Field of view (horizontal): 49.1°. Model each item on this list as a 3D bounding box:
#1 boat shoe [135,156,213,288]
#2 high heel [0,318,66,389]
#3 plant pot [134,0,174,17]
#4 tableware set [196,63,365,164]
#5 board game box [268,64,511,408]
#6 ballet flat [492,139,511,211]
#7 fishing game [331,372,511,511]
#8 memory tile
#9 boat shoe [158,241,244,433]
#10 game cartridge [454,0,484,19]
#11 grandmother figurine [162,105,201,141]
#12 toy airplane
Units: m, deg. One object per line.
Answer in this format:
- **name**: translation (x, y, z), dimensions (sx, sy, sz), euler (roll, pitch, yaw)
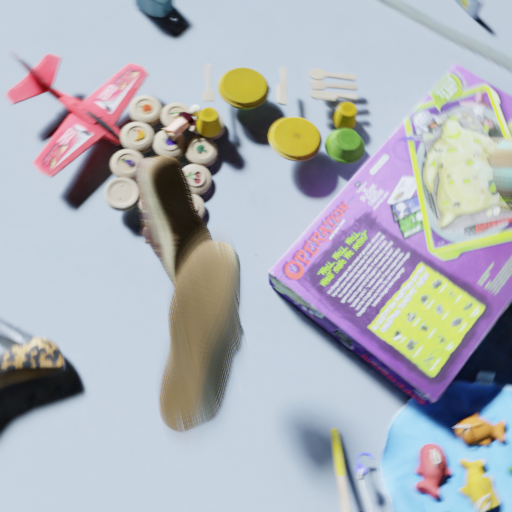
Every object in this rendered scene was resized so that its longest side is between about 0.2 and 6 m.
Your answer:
- **boat shoe**: translation (-1.059, -0.318, 6.938), dimensions (0.676, 1.874, 0.675), euler (-33, 27, -33)
- **high heel**: translation (-3.822, 1.959, 8.156), dimensions (1.437, 0.720, 2.016), euler (22, 63, 14)
- **plant pot**: translation (-1.921, -4.989, 10.781), dimensions (0.630, 0.617, 0.619), euler (41, 75, 5)
- **tableware set**: translation (0.433, -2.425, 9.841), dimensions (2.930, 0.450, 1.974), euler (2, 65, -5)
- **board game box**: translation (2.994, -0.577, 9.042), dimensions (3.097, 0.833, 5.160), euler (40, 75, 12)
- **ballet flat**: translation (3.191, -0.221, 5.341), dimensions (2.670, 0.966, 0.905), euler (37, 113, -11)
- **fishing game**: translation (3.150, 2.895, 7.410), dimensions (4.236, 0.659, 3.033), euler (-4, 48, 8)
- **memory tile**: translation (-1.554, -1.685, 9.645), dimensions (1.731, 0.190, 2.259), euler (12, 71, -5)
- **boat shoe**: translation (-0.479, 0.789, 5.617), dimensions (0.677, 0.613, 1.901), euler (19, 98, 36)
- **game cartridge**: translation (4.077, -4.992, 10.821), dimensions (0.146, 0.481, 0.721), euler (-31, 72, -13)
- **grandmother figurine**: translation (-1.239, -2.331, 9.714), dimensions (0.466, 0.233, 0.769), euler (42, 72, -4)
- **toy airplane**: translation (-3.221, -2.594, 9.791), dimensions (2.665, 0.490, 2.665), euler (3, 78, -13)
